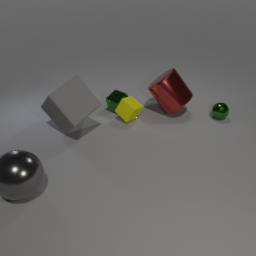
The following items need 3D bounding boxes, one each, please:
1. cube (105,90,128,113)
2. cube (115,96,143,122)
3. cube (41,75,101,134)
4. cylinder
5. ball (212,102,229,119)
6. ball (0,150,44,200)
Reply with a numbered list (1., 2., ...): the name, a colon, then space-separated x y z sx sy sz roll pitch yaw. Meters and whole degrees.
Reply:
1. cube: -0.431 -1.112 12.096 0.700 0.700 0.700 24 59 33
2. cube: 0.044 -0.780 11.418 0.700 0.700 0.700 44 34 17
3. cube: -2.132 -0.838 10.414 1.400 1.400 1.400 -44 10 -29
4. cylinder: 1.780 -1.551 11.804 1.400 1.400 1.400 -37 13 10
5. ball: 3.841 -0.717 11.655 0.700 0.700 0.700 0 33 0
6. ball: -3.067 1.303 7.827 1.400 1.400 1.400 0 33 0
